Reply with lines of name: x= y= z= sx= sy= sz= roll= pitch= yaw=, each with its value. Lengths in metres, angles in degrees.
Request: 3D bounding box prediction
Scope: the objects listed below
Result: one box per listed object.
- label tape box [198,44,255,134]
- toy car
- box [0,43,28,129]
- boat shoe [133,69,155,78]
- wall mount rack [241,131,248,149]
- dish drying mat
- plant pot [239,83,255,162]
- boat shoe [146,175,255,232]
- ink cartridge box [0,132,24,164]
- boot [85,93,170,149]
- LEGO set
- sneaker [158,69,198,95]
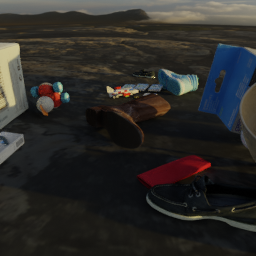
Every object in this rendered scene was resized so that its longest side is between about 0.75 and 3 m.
label tape box: x=3.520 y=-0.810 z=7.325 sx=2.939 sy=2.106 sz=0.972 roll=15 pitch=32 yaw=9
toy car: x=-2.770 y=-0.847 z=9.680 sx=1.083 sy=1.039 sz=1.175 roll=-7 pitch=52 yaw=15
box: x=-4.661 y=-1.330 z=8.724 sx=2.002 sy=2.326 sz=2.338 roll=3 pitch=25 yaw=7
boat shoe: x=0.801 y=-2.795 z=14.179 sx=1.172 sy=0.389 sz=0.438 roll=14 pitch=28 yaw=27
wall mount rack: x=3.767 y=-0.204 z=6.107 sx=2.506 sy=2.178 sz=0.934 roll=-8 pitch=5 yaw=21
dish drying mat: x=1.062 y=0.986 z=6.333 sx=1.689 sy=0.154 sz=0.649 roll=-17 pitch=29 yaw=-30
plant pot: x=3.495 y=0.334 z=5.052 sx=2.726 sy=1.830 sz=2.726 roll=-12 pitch=37 yaw=9
boat shoe: x=1.465 y=1.225 z=5.079 sx=2.278 sy=0.755 sz=0.851 roll=10 pitch=27 yaw=20
ink cartridge box: x=-3.565 y=0.520 z=7.141 sx=1.228 sy=0.312 sz=1.394 roll=5 pitch=25 yaw=9
boot: x=0.500 y=-0.377 z=8.557 sx=2.788 sy=0.896 sz=2.599 roll=-13 pitch=30 yaw=-36
LEGO set: x=0.299 y=-1.600 z=11.448 sx=1.792 sy=0.589 sz=2.399 roll=5 pitch=25 yaw=20
sneaker: x=2.238 y=-2.050 z=12.142 sx=1.319 sy=0.804 sz=2.020 roll=-12 pitch=37 yaw=-20
